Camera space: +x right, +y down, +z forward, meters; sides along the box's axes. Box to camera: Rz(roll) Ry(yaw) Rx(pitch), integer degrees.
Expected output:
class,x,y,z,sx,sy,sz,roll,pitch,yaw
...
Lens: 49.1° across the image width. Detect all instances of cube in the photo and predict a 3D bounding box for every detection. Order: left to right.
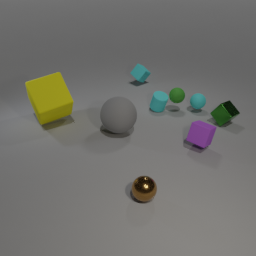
class,x,y,z,sx,sy,sz,roll,pitch,yaw
cube,-3.147,-1.163,11.296,1.400,1.400,1.400,-23,79,-20
cube,0.703,-3.060,15.638,0.700,0.700,0.700,48,21,20
cube,2.577,0.198,9.826,0.700,0.700,0.700,25,20,29
cube,3.982,-0.604,11.500,0.700,0.700,0.700,-20,69,-38

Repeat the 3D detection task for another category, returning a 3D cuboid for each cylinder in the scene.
class,x,y,z,sx,sy,sz,roll,pitch,yaw
cylinder,1.401,-1.194,12.674,0.700,0.700,0.700,8,45,-8

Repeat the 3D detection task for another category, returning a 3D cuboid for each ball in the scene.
class,x,y,z,sx,sy,sz,roll,pitch,yaw
ball,-0.355,-0.499,10.659,1.400,1.400,1.400,0,29,0
ball,0.444,1.656,7.660,0.700,0.700,0.700,0,29,0
ball,2.171,-1.440,12.394,0.700,0.700,0.700,0,29,0
ball,3.136,-1.202,12.556,0.700,0.700,0.700,0,29,0
